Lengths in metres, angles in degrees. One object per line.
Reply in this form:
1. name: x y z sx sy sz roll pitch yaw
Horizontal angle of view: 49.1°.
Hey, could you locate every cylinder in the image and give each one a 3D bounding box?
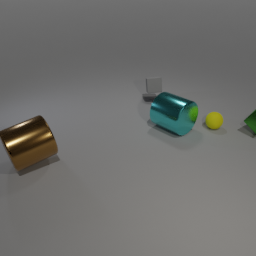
1. cylinder: -3.188 0.479 8.990 1.400 1.400 1.400 -26 37 -24
2. cylinder: 1.825 -0.589 11.147 1.400 1.400 1.400 -25 38 -37

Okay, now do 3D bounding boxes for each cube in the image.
1. cube: 5.068 -0.292 10.782 0.700 0.700 0.700 -12 57 -44
2. cube: 1.249 -2.092 13.581 0.700 0.700 0.700 -5 12 0

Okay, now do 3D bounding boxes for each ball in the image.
1. ball: 3.502 -0.307 11.372 0.700 0.700 0.700 0 29 0
